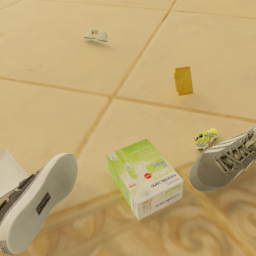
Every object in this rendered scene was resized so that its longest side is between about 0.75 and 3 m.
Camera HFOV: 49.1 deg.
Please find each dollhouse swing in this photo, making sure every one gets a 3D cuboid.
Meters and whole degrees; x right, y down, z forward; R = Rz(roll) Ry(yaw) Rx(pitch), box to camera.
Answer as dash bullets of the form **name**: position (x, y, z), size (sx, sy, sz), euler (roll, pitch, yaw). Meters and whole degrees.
- **dollhouse swing**: position (1.533, -1.366, 8.293), size (0.721, 0.793, 0.697), euler (-12, 8, -22)

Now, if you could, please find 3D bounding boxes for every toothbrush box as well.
- **toothbrush box**: position (0.302, 0.971, 5.651), size (1.002, 0.592, 1.376), euler (-21, 45, -17)

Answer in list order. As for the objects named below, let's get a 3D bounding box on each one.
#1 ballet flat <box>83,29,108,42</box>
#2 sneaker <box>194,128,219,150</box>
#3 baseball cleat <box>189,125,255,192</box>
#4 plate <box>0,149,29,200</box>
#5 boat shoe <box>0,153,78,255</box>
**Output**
- **ballet flat**: position (-1.315, -3.846, 11.532), size (1.338, 0.465, 0.465), euler (22, 44, 36)
- **sneaker**: position (1.907, 0.194, 6.772), size (0.334, 0.338, 0.886), euler (-11, 19, 47)
- **baseball cleat**: position (2.261, 0.408, 5.634), size (2.366, 1.259, 0.825), euler (-30, 69, -23)
- **plate**: position (-2.802, 1.118, 5.647), size (1.336, 0.216, 1.334), euler (-36, 45, -25)
- **boat shoe**: position (-1.663, 1.196, 4.943), size (0.762, 0.804, 2.299), euler (-3, 30, 19)
